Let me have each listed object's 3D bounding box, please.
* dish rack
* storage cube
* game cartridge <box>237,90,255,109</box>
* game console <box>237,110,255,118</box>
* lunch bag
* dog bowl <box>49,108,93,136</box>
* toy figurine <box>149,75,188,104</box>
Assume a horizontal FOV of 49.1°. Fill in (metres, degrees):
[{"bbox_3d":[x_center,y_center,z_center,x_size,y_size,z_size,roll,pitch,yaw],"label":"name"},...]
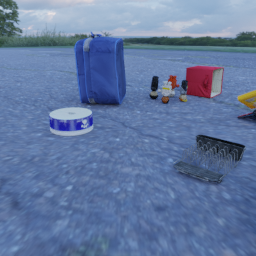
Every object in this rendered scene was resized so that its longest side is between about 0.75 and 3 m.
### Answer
[{"bbox_3d":[1.600,0.589,5.571,1.071,0.381,1.397,14,24,37],"label":"dish rack"},{"bbox_3d":[3.143,-1.954,11.591,1.183,1.125,1.316,15,24,37],"label":"storage cube"},{"bbox_3d":[3.993,-0.908,8.199,1.039,0.191,1.179,16,-24,-43],"label":"game cartridge"},{"bbox_3d":[4.095,-0.263,8.358,1.155,0.686,0.996,-11,53,-27],"label":"game console"},{"bbox_3d":[-1.047,-2.138,10.037,1.672,2.528,1.717,0,21,9],"label":"lunch bag"},{"bbox_3d":[-1.539,-0.194,7.640,1.162,0.457,1.162,0,19,0],"label":"dog bowl"},{"bbox_3d":[1.552,-1.437,10.647,1.281,0.891,1.261,-9,27,-27],"label":"toy figurine"}]
